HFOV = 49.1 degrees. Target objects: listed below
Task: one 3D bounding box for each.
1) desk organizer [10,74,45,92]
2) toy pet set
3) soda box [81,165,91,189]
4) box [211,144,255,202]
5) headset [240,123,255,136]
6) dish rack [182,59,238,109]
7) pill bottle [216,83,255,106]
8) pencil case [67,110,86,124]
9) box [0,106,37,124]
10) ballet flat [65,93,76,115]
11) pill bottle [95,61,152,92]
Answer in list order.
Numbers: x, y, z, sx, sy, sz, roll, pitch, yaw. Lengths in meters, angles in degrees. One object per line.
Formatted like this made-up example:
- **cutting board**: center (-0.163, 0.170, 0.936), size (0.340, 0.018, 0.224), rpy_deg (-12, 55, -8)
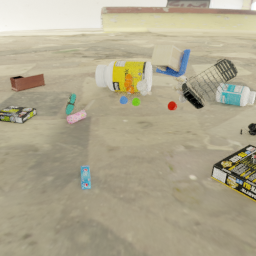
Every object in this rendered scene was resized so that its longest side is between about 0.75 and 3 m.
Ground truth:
- **desk organizer**: center (-5.596, -2.605, 15.671), size (0.638, 0.685, 1.780), rpy_deg (22, 33, 38)
- **toy pet set**: center (1.405, -1.943, 11.383), size (2.803, 2.617, 1.488), rpy_deg (14, 0, 42)
- **soda box**: center (-1.170, 1.350, 7.733), size (0.249, 0.263, 0.777), rpy_deg (-4, 25, -8)
- **box**: center (3.576, 1.200, 7.820), size (1.958, 0.483, 1.564), rpy_deg (-19, 30, -35)
- **headset**: center (4.547, 0.090, 10.258), size (0.805, 0.497, 0.378), rpy_deg (-2, 41, 31)
- **dish rack**: center (2.928, -1.555, 9.855), size (1.470, 1.916, 0.523), rpy_deg (28, 38, -50)
- **pill bottle**: center (5.059, -1.544, 13.160), size (1.640, 0.909, 0.909), rpy_deg (15, 29, 28)
- **pencil case**: center (-2.098, -0.468, 11.502), size (0.377, 0.377, 0.863), rpy_deg (18, 32, 34)
- **box**: center (-4.730, -0.579, 11.808), size (1.335, 0.296, 1.070), rpy_deg (6, 26, 14)
- **ballet flat**: center (-2.489, -1.068, 12.147), size (0.368, 0.991, 0.368), rpy_deg (23, 11, -5)
- **pill bottle**: center (-0.203, -2.754, 14.961), size (2.865, 1.595, 1.595), rpy_deg (3, 25, 12)
